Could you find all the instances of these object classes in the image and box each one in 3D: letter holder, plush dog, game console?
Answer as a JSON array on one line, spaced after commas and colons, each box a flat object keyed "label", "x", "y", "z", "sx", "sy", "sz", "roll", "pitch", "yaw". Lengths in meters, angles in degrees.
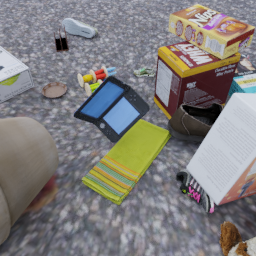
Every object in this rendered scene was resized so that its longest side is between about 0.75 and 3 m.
[{"label": "letter holder", "x": -2.883, "y": -3.876, "z": 11.958, "sx": 0.533, "sy": 0.753, "sz": 1.059, "roll": -10, "pitch": 47, "yaw": -9}, {"label": "plush dog", "x": 2.874, "y": 2.561, "z": 5.311, "sx": 2.085, "sy": 1.948, "sz": 2.427, "roll": -18, "pitch": 18, "yaw": 2}, {"label": "game console", "x": -0.402, "y": -0.418, "z": 7.264, "sx": 1.271, "sy": 1.490, "sz": 0.881, "roll": 46, "pitch": 18, "yaw": 1}]

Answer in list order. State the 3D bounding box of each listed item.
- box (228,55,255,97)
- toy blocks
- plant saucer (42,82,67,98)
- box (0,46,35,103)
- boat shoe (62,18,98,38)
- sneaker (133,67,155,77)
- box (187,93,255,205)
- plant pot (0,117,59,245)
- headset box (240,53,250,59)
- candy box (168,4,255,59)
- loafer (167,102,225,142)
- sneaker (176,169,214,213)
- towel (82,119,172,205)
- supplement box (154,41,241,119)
[{"label": "box", "x": 4.125, "y": -1.380, "z": 9.539, "sx": 1.199, "sy": 0.716, "sz": 2.913, "roll": -11, "pitch": 47, "yaw": -11}, {"label": "toy blocks", "x": -0.928, "y": -1.722, "z": 10.016, "sx": 1.423, "sy": 0.517, "sz": 1.186, "roll": -22, "pitch": 49, "yaw": -20}, {"label": "plant saucer", "x": -2.582, "y": -1.307, "z": 9.871, "sx": 0.868, "sy": 0.150, "sz": 0.868, "roll": 1, "pitch": 46, "yaw": -1}, {"label": "box", "x": -4.845, "y": -2.083, "z": 10.149, "sx": 1.596, "sy": 0.823, "sz": 2.737, "roll": -34, "pitch": 55, "yaw": -29}, {"label": "boat shoe", "x": -2.195, "y": -4.538, "z": 12.812, "sx": 1.762, "sy": 0.634, "sz": 0.546, "roll": 27, "pitch": 32, "yaw": 16}, {"label": "sneaker", "x": 0.618, "y": -2.159, "z": 10.543, "sx": 0.837, "sy": 0.371, "sz": 0.322, "roll": 3, "pitch": 46, "yaw": 3}, {"label": "box", "x": 2.731, "y": 0.461, "z": 6.377, "sx": 1.707, "sy": 2.242, "sz": 1.192, "roll": -3, "pitch": 41, "yaw": -34}, {"label": "plant pot", "x": -2.976, "y": 0.949, "z": 6.199, "sx": 2.813, "sy": 2.813, "sz": 2.441, "roll": 24, "pitch": 33, "yaw": 22}, {"label": "headset box", "x": 4.333, "y": -2.642, "z": 11.029, "sx": 0.936, "sy": 0.351, "sz": 0.696, "roll": 17, "pitch": 48, "yaw": 16}, {"label": "candy box", "x": 2.385, "y": -2.906, "z": 8.258, "sx": 1.264, "sy": 0.611, "sz": 2.166, "roll": -29, "pitch": 50, "yaw": -25}, {"label": "loafer", "x": 2.656, "y": -0.118, "z": 7.984, "sx": 2.949, "sy": 1.052, "sz": 1.076, "roll": 3, "pitch": 45, "yaw": -5}, {"label": "sneaker", "x": 1.600, "y": 1.525, "z": 6.866, "sx": 0.601, "sy": 0.507, "sz": 1.374, "roll": -13, "pitch": 43, "yaw": -11}, {"label": "towel", "x": 0.061, "y": 0.762, "z": 7.773, "sx": 1.217, "sy": 0.255, "sz": 2.827, "roll": 26, "pitch": 51, "yaw": 22}, {"label": "supplement box", "x": 2.046, "y": -1.513, "z": 8.745, "sx": 1.996, "sy": 2.024, "sz": 1.344, "roll": -18, "pitch": 48, "yaw": -17}]
